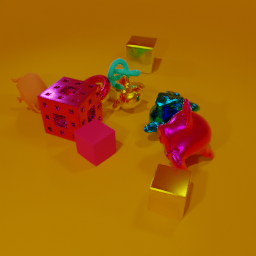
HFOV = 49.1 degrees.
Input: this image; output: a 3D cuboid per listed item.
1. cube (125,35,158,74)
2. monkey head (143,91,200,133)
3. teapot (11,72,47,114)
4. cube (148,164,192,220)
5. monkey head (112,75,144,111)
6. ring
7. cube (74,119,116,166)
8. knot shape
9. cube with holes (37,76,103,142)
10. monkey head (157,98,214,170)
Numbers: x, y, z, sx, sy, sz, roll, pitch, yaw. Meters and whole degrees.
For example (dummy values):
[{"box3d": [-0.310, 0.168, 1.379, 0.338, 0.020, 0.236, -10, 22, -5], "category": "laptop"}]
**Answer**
[{"box3d": [0.514, -2.842, 10.810, 1.042, 1.042, 1.042, 10, 39, 9], "category": "cube"}, {"box3d": [1.237, -0.354, 7.528, 1.290, 1.081, 1.794, 26, 31, 38], "category": "monkey head"}, {"box3d": [-2.959, -1.091, 8.525, 0.914, 1.160, 1.866, -32, 61, -18], "category": "teapot"}, {"box3d": [0.857, 1.300, 5.767, 0.725, 0.725, 0.725, 12, 39, 15], "category": "cube"}, {"box3d": [-0.015, -1.057, 8.432, 0.944, 1.312, 0.790, 50, 41, -10], "category": "monkey head"}, {"box3d": [-1.152, -1.195, 8.963, 1.323, 0.265, 1.323, -16, 47, 18], "category": "ring"}, {"box3d": [-0.803, 0.348, 6.966, 0.731, 0.731, 0.731, 30, 49, 33], "category": "cube"}, {"box3d": [-0.260, -1.743, 9.356, 1.176, 1.101, 0.543, 9, 59, -33], "category": "knot shape"}, {"box3d": [-1.527, -0.519, 7.715, 1.200, 1.200, 1.200, 15, 40, 19], "category": "cube with holes"}, {"box3d": [1.395, 0.328, 6.437, 1.195, 1.984, 1.427, -27, 39, 12], "category": "monkey head"}]
